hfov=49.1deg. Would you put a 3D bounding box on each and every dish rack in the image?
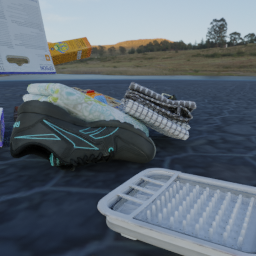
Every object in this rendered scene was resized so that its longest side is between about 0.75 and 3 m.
[{"bbox_3d":[0.678,0.909,2.972,1.676,0.365,1.438,7,13,29],"label":"dish rack"}]

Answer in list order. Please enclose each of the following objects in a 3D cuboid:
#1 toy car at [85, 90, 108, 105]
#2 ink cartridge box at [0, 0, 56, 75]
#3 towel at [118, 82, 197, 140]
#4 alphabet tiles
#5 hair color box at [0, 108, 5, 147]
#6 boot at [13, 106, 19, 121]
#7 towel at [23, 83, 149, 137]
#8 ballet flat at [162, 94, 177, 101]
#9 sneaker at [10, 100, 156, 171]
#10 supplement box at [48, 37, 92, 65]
[{"bbox_3d":[-0.416,-0.860,9.778,2.990,0.995,1.467,-9,15,-32],"label":"toy car"},{"bbox_3d":[-2.384,-1.990,5.272,0.428,2.109,2.104,-10,5,26],"label":"ink cartridge box"},{"bbox_3d":[0.598,-0.434,6.437,1.546,0.799,1.868,25,-1,-4],"label":"towel"},{"bbox_3d":[-1.410,-1.180,11.517,2.793,0.088,2.324,21,20,17],"label":"alphabet tiles"},{"bbox_3d":[-3.606,-0.039,6.716,1.135,0.673,2.076,-4,11,-21],"label":"hair color box"},{"bbox_3d":[-3.326,-0.535,9.688,1.163,0.398,1.095,-4,12,-20],"label":"boot"},{"bbox_3d":[-1.053,-0.322,6.301,2.199,0.618,2.568,22,-5,-33],"label":"towel"},{"bbox_3d":[1.415,-1.261,12.620,1.712,0.586,0.582,-5,14,-22],"label":"ballet flat"},{"bbox_3d":[-0.761,0.334,4.830,2.487,0.986,0.938,14,-33,-4],"label":"sneaker"},{"bbox_3d":[-2.112,-2.659,9.701,1.650,0.549,0.568,-22,-19,-24],"label":"supplement box"}]
